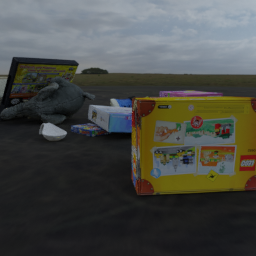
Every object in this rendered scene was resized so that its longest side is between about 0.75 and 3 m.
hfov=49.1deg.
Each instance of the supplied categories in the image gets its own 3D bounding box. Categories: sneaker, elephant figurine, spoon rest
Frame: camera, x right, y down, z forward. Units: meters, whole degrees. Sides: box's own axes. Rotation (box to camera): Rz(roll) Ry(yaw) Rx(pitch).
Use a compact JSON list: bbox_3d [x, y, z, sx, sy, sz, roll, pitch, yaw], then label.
[{"bbox_3d":[-0.009,-0.814,11.277,1.319,0.910,2.371,-9,5,-3],"label":"sneaker"},{"bbox_3d":[-2.935,-0.819,10.357,1.801,1.974,2.545,46,35,7],"label":"elephant figurine"},{"bbox_3d":[-2.190,0.092,7.897,0.638,0.390,1.285,-8,12,-35],"label":"spoon rest"}]

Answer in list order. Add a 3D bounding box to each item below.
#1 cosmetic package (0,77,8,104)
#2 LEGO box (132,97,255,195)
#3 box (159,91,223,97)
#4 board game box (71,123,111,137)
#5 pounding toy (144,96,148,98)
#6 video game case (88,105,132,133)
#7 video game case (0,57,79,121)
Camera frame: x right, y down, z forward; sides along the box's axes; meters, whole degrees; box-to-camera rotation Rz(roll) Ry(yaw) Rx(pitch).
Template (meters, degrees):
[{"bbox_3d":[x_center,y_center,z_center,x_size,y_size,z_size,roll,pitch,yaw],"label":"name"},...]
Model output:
[{"bbox_3d":[-5.470,-1.267,11.591,2.944,1.076,1.524,-8,-25,-37],"label":"cosmetic package"},{"bbox_3d":[1.029,0.228,4.375,1.882,1.402,0.726,-1,10,-6],"label":"LEGO box"},{"bbox_3d":[2.701,-1.070,12.328,1.872,1.029,2.128,-5,11,-24],"label":"box"},{"bbox_3d":[-1.146,0.047,8.644,0.749,0.191,1.106,-10,14,-42],"label":"board game box"},{"bbox_3d":[0.659,-1.085,14.206,0.932,0.560,1.207,-26,-4,-43],"label":"pounding toy"},{"bbox_3d":[0.217,-0.275,8.791,2.469,0.561,2.238,2,8,-22],"label":"video game case"},{"bbox_3d":[-3.556,-1.570,11.297,0.370,2.623,2.902,42,31,24],"label":"video game case"}]
